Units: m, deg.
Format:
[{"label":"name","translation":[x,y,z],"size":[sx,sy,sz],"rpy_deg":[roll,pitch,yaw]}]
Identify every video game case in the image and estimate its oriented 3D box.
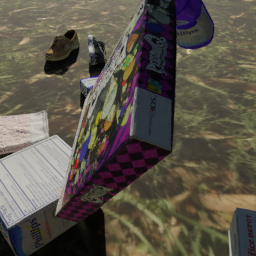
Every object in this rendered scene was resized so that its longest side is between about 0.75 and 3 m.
[{"label":"video game case","translation":[-0.237,-0.194,4.104],"size":[0.493,2.756,2.498],"rpy_deg":[20,53,-18]}]

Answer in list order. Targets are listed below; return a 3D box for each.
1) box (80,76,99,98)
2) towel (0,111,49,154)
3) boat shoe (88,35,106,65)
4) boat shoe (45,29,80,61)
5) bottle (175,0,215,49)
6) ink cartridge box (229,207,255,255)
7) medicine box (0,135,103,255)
[{"label":"box","translation":[-1.232,-1.501,10.379],"size":[0.851,0.485,0.925],"rpy_deg":[-17,38,-24]},{"label":"towel","translation":[-3.209,0.079,8.334],"size":[1.657,0.280,1.734],"rpy_deg":[-10,36,-14]},{"label":"boat shoe","translation":[-1.454,-3.756,13.226],"size":[0.796,0.861,2.331],"rpy_deg":[-8,36,-4]},{"label":"boat shoe","translation":[-3.231,-4.072,13.632],"size":[1.027,0.922,2.776],"rpy_deg":[8,36,11]},{"label":"bottle","translation":[1.414,-3.092,7.518],"size":[1.234,0.965,2.956],"rpy_deg":[3,-7,31]},{"label":"ink cartridge box","translation":[2.748,2.263,4.810],"size":[1.837,0.761,1.339],"rpy_deg":[8,36,12]},{"label":"medicine box","translation":[-1.846,1.304,5.935],"size":[1.993,1.026,1.816],"rpy_deg":[-27,44,-32]}]
